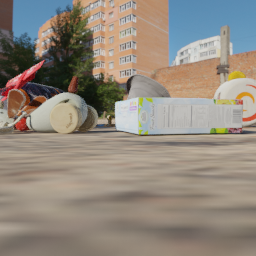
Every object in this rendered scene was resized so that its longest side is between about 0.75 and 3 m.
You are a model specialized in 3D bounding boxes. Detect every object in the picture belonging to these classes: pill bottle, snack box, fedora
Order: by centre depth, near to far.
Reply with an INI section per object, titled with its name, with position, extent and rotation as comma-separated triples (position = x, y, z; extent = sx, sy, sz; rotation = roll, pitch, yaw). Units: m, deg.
[snack box]
position = 1.040, -0.282, 6.459
extent = 2.339, 0.792, 1.972
rotation = -2, 3, -16
[pill bottle]
position = -2.918, -0.677, 8.837
extent = 1.422, 1.422, 2.677
rotation = 0, 2, 13
[fedora]
position = 0.698, -1.038, 12.695
extent = 2.446, 1.249, 2.766
rotation = 31, -19, 8

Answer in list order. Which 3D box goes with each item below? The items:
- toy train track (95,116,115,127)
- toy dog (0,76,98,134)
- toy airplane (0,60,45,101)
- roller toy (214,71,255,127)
[toy train track]
position = -1.119, -0.275, 11.366
extent = 1.614, 0.458, 2.815
rotation = 1, 3, 40
[toy dog]
position = -2.023, -0.538, 6.502
extent = 2.674, 1.288, 1.764
rotation = 0, 2, -10
[toy airplane]
position = -2.770, -1.201, 7.255
extent = 1.689, 0.311, 1.689
rotation = -28, 24, 14
[roller toy]
position = 4.163, -0.982, 10.539
extent = 1.759, 1.928, 1.347
rotation = -45, 3, 7
